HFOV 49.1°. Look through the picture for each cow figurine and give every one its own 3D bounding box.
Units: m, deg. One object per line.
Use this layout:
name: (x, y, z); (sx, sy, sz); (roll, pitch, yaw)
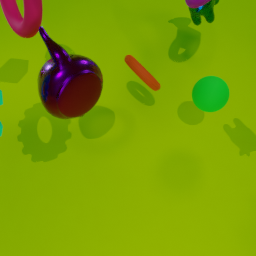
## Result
cow figurine: (2.129, -4.135, 8.198); (0.932, 1.671, 1.698); (2, 64, 33)

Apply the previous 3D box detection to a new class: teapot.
teapot: (-1.069, -0.820, 4.863); (1.176, 1.891, 0.926); (-36, 56, -19)

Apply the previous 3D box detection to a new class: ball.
ball: (1.919, -0.788, 6.525); (0.846, 0.846, 0.846); (0, 56, 0)

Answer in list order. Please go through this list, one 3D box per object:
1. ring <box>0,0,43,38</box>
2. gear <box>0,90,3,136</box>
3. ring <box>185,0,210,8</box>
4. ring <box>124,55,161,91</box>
ring: (-2.410, -2.930, 6.137); (0.371, 1.857, 1.857); (-23, 57, -34)
gear: (-2.537, -0.532, 4.381); (0.363, 1.962, 1.962); (-12, 51, -44)
ring: (2.067, -3.630, 6.598); (0.363, 1.817, 1.817); (36, 55, -19)
ring: (0.377, -1.422, 7.225); (0.243, 1.217, 1.217); (-45, 61, 12)
